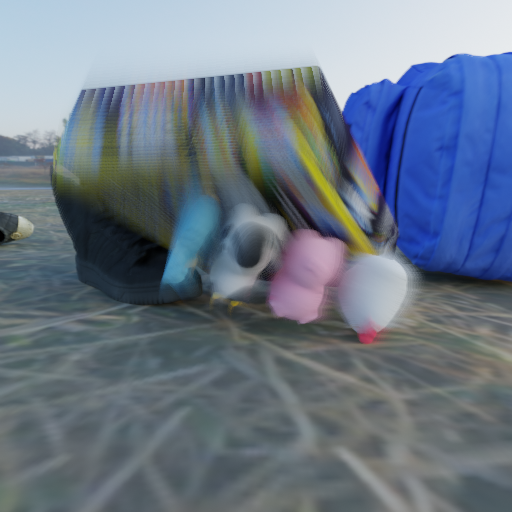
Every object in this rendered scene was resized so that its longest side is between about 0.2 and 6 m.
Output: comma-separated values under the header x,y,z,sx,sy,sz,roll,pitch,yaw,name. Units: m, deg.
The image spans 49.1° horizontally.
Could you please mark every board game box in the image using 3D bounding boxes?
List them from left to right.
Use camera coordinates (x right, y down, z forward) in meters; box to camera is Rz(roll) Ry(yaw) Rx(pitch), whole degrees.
x,y,z,sx,sy,sz,roll,pitch,yaw,name
-0.070,-0.524,5.155,2.193,0.752,2.653,6,-20,28,board game box

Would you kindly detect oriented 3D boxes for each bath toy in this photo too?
x,y,z,sx,sy,sz,roll,pitch,yaw,name
0.270,0.190,4.540,1.933,0.715,0.841,18,-27,-7,bath toy

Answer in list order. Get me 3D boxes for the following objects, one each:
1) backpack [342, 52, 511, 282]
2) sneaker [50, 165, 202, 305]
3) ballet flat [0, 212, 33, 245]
x,y,z,sx,sy,sz,roll,pitch,yaw,name
2.563,-1.124,7.342,2.974,2.880,3.545,0,17,1,backpack
-1.613,-0.349,6.539,0.832,1.446,2.772,-8,11,-40,sneaker
-5.101,-0.319,9.741,2.377,0.790,0.675,-7,52,-35,ballet flat
